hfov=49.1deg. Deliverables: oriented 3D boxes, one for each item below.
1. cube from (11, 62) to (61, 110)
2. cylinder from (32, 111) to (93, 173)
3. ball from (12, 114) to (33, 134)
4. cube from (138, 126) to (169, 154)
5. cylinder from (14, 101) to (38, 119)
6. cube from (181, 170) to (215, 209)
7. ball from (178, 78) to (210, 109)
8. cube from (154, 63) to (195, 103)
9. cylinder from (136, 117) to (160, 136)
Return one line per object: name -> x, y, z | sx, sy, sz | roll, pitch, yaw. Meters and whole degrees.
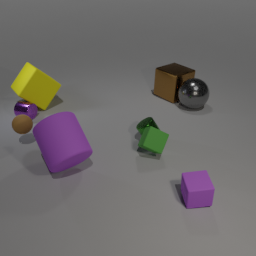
cube -> -4.184, -1.902, 12.720 | 1.400, 1.400, 1.400 | 33, 1, -43
cylinder -> -1.998, 0.436, 8.593 | 1.400, 1.400, 1.400 | -20, 74, -31
ball -> -3.712, -0.128, 9.844 | 0.700, 0.700, 0.700 | 0, 30, 0
cube -> 0.845, 0.413, 9.417 | 0.700, 0.700, 0.700 | 24, -9, -10
cylinder -> -4.376, -0.761, 12.006 | 0.700, 0.700, 0.700 | 10, 31, 17
cube -> 1.865, 1.661, 7.597 | 0.700, 0.700, 0.700 | -6, 36, -2
ball -> 2.982, -1.562, 12.738 | 1.400, 1.400, 1.400 | 0, 30, 0
cube -> 2.272, -2.263, 13.866 | 1.400, 1.400, 1.400 | -23, 39, -34
cylinder -> 0.771, 0.071, 10.288 | 0.700, 0.700, 0.700 | -31, 20, 13
